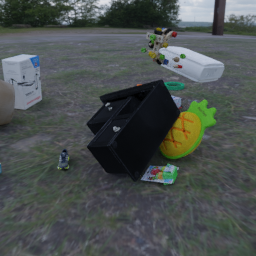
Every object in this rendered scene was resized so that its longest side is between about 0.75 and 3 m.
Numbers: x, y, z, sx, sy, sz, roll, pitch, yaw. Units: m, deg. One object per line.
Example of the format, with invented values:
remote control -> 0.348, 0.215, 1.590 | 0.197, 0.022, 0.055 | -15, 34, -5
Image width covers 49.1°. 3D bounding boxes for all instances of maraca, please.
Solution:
maraca -> 1.879, 0.045, 9.101 | 1.194, 2.232, 1.530 | 31, 18, -42

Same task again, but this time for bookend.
bookend -> -0.371, 0.079, 8.831 | 2.950, 1.359, 2.931 | -6, 36, 46

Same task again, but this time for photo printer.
photo printer -> 2.705, -2.941, 12.604 | 2.605, 0.904, 2.167 | 34, 32, 33

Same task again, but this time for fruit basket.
fruit basket -> 0.928, 1.288, 8.055 | 0.909, 0.426, 0.842 | 7, 25, 23

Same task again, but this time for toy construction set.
toy construction set -> 1.225, -2.782, 9.987 | 1.653, 1.378, 1.270 | 49, 29, 14

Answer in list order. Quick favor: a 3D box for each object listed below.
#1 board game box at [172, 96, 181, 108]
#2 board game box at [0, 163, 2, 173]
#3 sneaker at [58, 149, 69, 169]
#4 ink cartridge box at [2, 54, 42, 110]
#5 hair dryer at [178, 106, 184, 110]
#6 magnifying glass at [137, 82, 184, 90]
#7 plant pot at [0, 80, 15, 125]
board game box -> 0.888, -1.256, 13.559 | 2.379, 0.489, 2.373 | -15, 24, -29
board game box -> -4.628, 1.251, 7.987 | 1.493, 0.350, 1.127 | 12, 25, 9
sneaker -> -2.030, 0.982, 8.787 | 0.345, 0.377, 0.933 | -4, 24, -10
ink cartridge box -> -5.125, -2.278, 13.752 | 0.989, 2.346, 1.713 | 8, 25, 11
hair dryer -> 2.281, -0.881, 12.954 | 0.572, 0.204, 0.751 | -32, 11, 32
magnifying glass -> 1.972, -2.501, 16.853 | 2.872, 0.322, 1.143 | -1, 24, -7
plant pot -> -5.942, -1.080, 11.114 | 2.454, 2.828, 2.828 | 5, 18, -34
